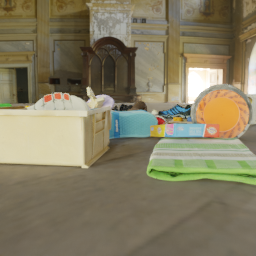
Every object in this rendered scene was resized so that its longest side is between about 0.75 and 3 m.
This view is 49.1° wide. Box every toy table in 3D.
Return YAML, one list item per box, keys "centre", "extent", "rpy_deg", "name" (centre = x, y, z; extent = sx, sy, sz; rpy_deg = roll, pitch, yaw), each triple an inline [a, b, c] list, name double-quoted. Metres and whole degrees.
- centre: [-2.072, -1.520, 17.604]
  extent: [2.092, 1.923, 1.225]
  rpy_deg: [-25, -17, 18]
  name: "toy table"

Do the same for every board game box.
- centre: [1.338, 0.070, 6.918]
  extent: [1.137, 0.300, 1.487]
  rpy_deg: [1, -2, -16]
  name: "board game box"

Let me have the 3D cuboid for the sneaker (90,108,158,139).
- centre: [-0.271, -0.163, 9.335]
  extent: [2.505, 0.996, 1.636]
  rpy_deg: [6, 6, 5]
  name: "sneaker"

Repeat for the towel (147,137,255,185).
- centre: [1.455, 0.602, 5.590]
  extent: [1.950, 0.401, 2.614]
  rpy_deg: [-1, 8, 12]
  name: "towel"

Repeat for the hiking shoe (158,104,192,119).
- centre: [2.816, -1.018, 16.763]
  extent: [2.015, 0.874, 0.750]
  rpy_deg: [2, 7, 17]
  name: "hiking shoe"

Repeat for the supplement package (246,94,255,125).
- centre: [5.041, -0.862, 13.008]
  extent: [2.528, 1.438, 1.385]
  rpy_deg: [-6, 7, -33]
  name: "supplement package"

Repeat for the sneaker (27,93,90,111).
- centre: [-2.347, -0.288, 8.703]
  extent: [2.968, 1.144, 1.215]
  rpy_deg: [-7, -16, 23]
  name: "sneaker"

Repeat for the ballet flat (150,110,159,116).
- centre: [1.548, -0.824, 16.655]
  extent: [0.557, 0.557, 1.550]
  rpy_deg: [0, 7, 0]
  name: "ballet flat"

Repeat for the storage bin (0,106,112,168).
- centre: [-1.752, 0.062, 6.485]
  extent: [2.410, 1.129, 2.392]
  rpy_deg: [1, 7, 8]
  name: "storage bin"

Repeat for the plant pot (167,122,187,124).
- centre: [1.811, 0.002, 10.317]
  extent: [0.769, 0.355, 0.769]
  rpy_deg: [-1, 7, 0]
  name: "plant pot"

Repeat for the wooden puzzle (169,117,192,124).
- centre: [2.739, -0.359, 13.378]
  extent: [1.439, 0.360, 1.554]
  rpy_deg: [2, 7, 13]
  name: "wooden puzzle"

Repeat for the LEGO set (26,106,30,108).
- centre: [-4.484, -0.448, 11.637]
  extent: [0.874, 0.940, 2.291]
  rpy_deg: [7, 9, 40]
  name: "LEGO set"

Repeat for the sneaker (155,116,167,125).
- centre: [0.708, -0.058, 10.482]
  extent: [1.699, 0.654, 0.721]
  rpy_deg: [0, 20, 45]
  name: "sneaker"

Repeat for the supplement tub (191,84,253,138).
- centre: [2.837, -0.487, 8.696]
  extent: [1.705, 1.705, 2.783]
  rpy_deg: [2, 8, 14]
  name: "supplement tub"

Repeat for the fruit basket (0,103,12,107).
- centre: [-5.903, -0.667, 12.262]
  extent: [1.660, 1.197, 1.660]
  rpy_deg: [12, 15, -3]
  name: "fruit basket"

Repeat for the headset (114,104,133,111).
- centre: [-0.121, -1.070, 18.800]
  extent: [1.357, 1.033, 2.198]
  rpy_deg: [11, -2, 45]
  name: "headset"

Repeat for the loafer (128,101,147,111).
- centre: [0.545, -1.144, 17.085]
  extent: [1.077, 1.047, 2.949]
  rpy_deg: [1, 7, 10]
  name: "loafer"

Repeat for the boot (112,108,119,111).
- centre: [-1.434, -1.081, 18.887]
  extent: [1.141, 0.532, 1.475]
  rpy_deg: [4, 9, 37]
  name: "boot"
